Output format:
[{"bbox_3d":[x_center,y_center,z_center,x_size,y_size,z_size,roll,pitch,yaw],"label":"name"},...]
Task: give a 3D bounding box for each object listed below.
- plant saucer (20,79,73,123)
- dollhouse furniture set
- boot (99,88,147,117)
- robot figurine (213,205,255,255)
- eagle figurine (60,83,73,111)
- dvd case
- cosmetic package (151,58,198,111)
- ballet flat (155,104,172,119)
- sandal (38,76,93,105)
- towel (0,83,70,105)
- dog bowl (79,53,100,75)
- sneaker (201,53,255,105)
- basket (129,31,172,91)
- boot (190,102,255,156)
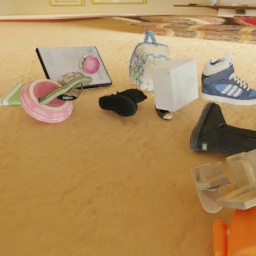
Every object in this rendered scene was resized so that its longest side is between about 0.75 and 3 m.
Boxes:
[{"bbox_3d":[-2.805,-1.055,9.858,1.868,0.473,1.868,19,45,-21],"label":"plant saucer"},{"bbox_3d":[3.072,1.172,5.030,2.796,1.820,2.569,-15,-8,-16],"label":"dollhouse furniture set"},{"bbox_3d":[0.053,-0.999,10.287,1.606,0.725,1.960,-19,23,-40],"label":"boot"},{"bbox_3d":[2.195,1.898,4.570,1.097,1.353,1.880,49,33,-4],"label":"robot figurine"},{"bbox_3d":[-2.661,-1.091,10.617,0.980,1.291,0.974,-14,-17,36],"label":"eagle figurine"},{"bbox_3d":[-2.299,-2.665,12.379,2.999,0.263,2.140,-14,73,-38],"label":"dvd case"},{"bbox_3d":[1.680,-1.566,9.945,0.908,1.473,1.478,14,32,43],"label":"cosmetic package"},{"bbox_3d":[1.262,-0.663,10.234,0.409,0.350,1.231,-9,31,-14],"label":"ballet flat"},{"bbox_3d":[-2.088,-1.187,9.651,0.894,0.643,2.252,-19,14,48],"label":"sandal"},{"bbox_3d":[-3.734,-1.391,11.748,2.624,0.307,2.002,2,29,0],"label":"towel"},{"bbox_3d":[-1.534,-2.593,11.474,0.901,0.901,0.332,-16,33,-28],"label":"dog bowl"},{"bbox_3d":[4.221,-1.991,11.179,2.530,1.852,1.019,8,29,15],"label":"sneaker"},{"bbox_3d":[0.945,-3.016,12.806,1.757,2.228,2.526,5,34,-12],"label":"basket"},{"bbox_3d":[3.428,0.158,8.032,2.747,0.902,2.264,9,40,26],"label":"boot"}]
